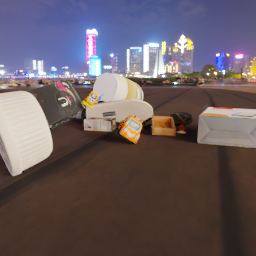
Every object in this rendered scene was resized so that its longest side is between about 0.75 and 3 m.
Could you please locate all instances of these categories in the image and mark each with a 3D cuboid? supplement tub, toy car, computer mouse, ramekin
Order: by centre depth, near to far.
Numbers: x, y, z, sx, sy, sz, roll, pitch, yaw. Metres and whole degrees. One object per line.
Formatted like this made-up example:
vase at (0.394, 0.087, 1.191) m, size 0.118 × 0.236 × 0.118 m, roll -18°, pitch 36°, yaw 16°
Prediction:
ramekin at (-2.075, 0.032, 5.332) m, size 0.821 × 1.564 × 1.564 m, roll -23°, pitch 21°, yaw -29°
toy car at (-0.428, -0.416, 7.995) m, size 2.082 × 0.693 × 1.021 m, roll 37°, pitch 9°, yaw 4°
computer mouse at (1.489, -0.193, 10.539) m, size 2.220 × 0.378 × 0.651 m, roll -9°, pitch 42°, yaw -21°
supplement tub at (-0.452, -1.683, 13.556) m, size 1.635 × 1.635 × 2.265 m, roll 7°, pitch -4°, yaw 32°

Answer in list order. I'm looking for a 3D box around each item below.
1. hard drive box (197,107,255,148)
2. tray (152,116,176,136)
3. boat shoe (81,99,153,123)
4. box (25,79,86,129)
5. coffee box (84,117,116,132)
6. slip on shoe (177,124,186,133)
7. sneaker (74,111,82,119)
hard drive box at (3.086, -0.082, 8.415) m, size 1.671 × 0.824 × 2.144 m, roll 5°, pitch 11°, yaw 20°
tray at (1.183, -0.086, 9.496) m, size 0.735 × 0.276 × 1.490 m, roll 4°, pitch 18°, yaw 4°
boat shoe at (-0.440, -0.768, 11.315) m, size 2.784 × 1.040 × 1.291 m, roll -1°, pitch 20°, yaw -2°
box at (-2.336, -0.619, 8.397) m, size 0.979 × 1.128 × 1.846 m, roll -30°, pitch 4°, yaw 34°
coffee box at (-0.973, -0.139, 9.873) m, size 1.017 × 0.406 × 0.575 m, roll 2°, pitch 11°, yaw 11°
slip on shoe at (1.807, 0.027, 9.418) m, size 0.307 × 0.253 × 0.828 m, roll 4°, pitch 13°, yaw 14°
sneaker at (-2.074, -0.572, 12.287) m, size 0.610 × 0.502 × 1.327 m, roll -12°, pitch 7°, yaw -20°
